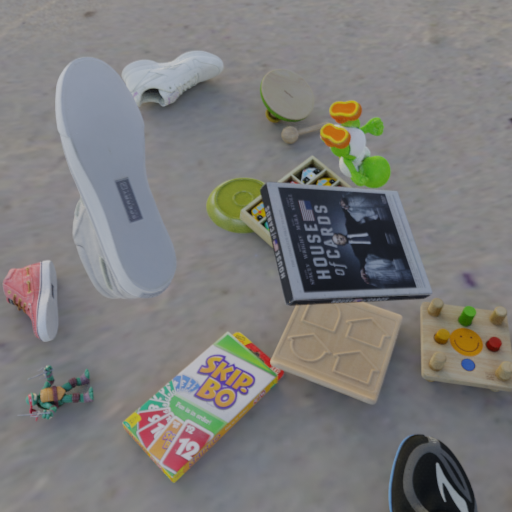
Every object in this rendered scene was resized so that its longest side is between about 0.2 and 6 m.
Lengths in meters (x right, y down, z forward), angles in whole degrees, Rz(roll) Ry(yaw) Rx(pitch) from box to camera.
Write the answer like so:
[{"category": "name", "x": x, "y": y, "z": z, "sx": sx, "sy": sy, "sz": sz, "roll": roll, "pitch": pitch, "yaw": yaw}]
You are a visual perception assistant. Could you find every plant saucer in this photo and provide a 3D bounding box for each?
[{"category": "plant saucer", "x": -0.254, "y": -1.086, "z": 11.222, "sx": 1.502, "sy": 0.233, "sz": 1.502, "roll": 0, "pitch": 51, "yaw": -1}]

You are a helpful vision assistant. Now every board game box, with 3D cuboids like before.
[{"category": "board game box", "x": -0.739, "y": 2.171, "z": 8.604, "sx": 1.142, "sy": 0.358, "sz": 2.390, "roll": 38, "pitch": 58, "yaw": 25}]

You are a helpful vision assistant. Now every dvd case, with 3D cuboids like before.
[{"category": "dvd case", "x": 1.144, "y": -0.165, "z": 7.039, "sx": 2.078, "sy": 0.257, "sz": 1.562, "roll": 0, "pitch": 65, "yaw": -28}]

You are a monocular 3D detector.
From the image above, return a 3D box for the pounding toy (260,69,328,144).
[{"category": "pounding toy", "x": 0.674, "y": -3.336, "z": 12.812, "sx": 1.311, "sy": 0.788, "sz": 1.698, "roll": -25, "pitch": 83, "yaw": -29}]

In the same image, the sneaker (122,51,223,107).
[{"category": "sneaker", "x": -1.899, "y": -4.132, "z": 13.392, "sx": 2.421, "sy": 0.907, "sz": 1.206, "roll": -15, "pitch": 71, "yaw": -11}]

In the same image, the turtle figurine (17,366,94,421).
[{"category": "turtle figurine", "x": -3.069, "y": 2.086, "z": 8.512, "sx": 1.097, "sy": 0.552, "sz": 0.821, "roll": -8, "pitch": 65, "yaw": -25}]

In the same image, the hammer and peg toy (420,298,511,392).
[{"category": "hammer and peg toy", "x": 3.635, "y": 1.473, "z": 8.884, "sx": 1.996, "sy": 0.704, "sz": 1.468, "roll": 8, "pitch": 52, "yaw": 6}]

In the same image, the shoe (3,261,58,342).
[{"category": "shoe", "x": -3.840, "y": 0.804, "z": 9.519, "sx": 0.773, "sy": 0.607, "sz": 1.700, "roll": -12, "pitch": 47, "yaw": -7}]

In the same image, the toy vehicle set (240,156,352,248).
[{"category": "toy vehicle set", "x": 0.881, "y": -0.965, "z": 10.940, "sx": 1.323, "sy": 0.282, "sz": 2.129, "roll": 41, "pitch": 62, "yaw": 16}]

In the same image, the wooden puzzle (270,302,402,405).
[{"category": "wooden puzzle", "x": 1.328, "y": 1.423, "z": 9.141, "sx": 1.720, "sy": 0.430, "sz": 1.857, "roll": 19, "pitch": 49, "yaw": 14}]

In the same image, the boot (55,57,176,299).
[{"category": "boot", "x": -1.922, "y": -0.798, "z": 6.786, "sx": 1.040, "sy": 1.351, "sz": 2.827, "roll": -15, "pitch": 92, "yaw": -40}]

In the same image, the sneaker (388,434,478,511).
[{"category": "sneaker", "x": 2.329, "y": 3.754, "z": 6.640, "sx": 1.186, "sy": 1.386, "sz": 3.345, "roll": 4, "pitch": 52, "yaw": 1}]

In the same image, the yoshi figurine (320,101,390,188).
[{"category": "yoshi figurine", "x": 1.173, "y": -1.138, "z": 6.200, "sx": 0.682, "sy": 1.213, "sz": 0.679, "roll": -25, "pitch": 60, "yaw": 13}]
